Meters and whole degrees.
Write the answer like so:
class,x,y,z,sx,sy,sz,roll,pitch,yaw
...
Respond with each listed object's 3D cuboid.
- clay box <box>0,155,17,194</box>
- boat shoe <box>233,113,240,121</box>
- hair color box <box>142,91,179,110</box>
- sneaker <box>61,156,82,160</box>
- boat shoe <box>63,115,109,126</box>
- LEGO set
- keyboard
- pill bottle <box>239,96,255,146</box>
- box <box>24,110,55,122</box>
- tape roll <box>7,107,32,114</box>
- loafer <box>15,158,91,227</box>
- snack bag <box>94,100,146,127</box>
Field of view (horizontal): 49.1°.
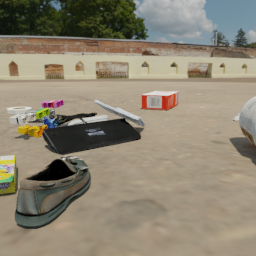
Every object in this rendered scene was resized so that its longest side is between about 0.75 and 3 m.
class,x,y,z,sx,sy,sz,roll,pitch,yaw
clay box,-2.589,0.910,5.282,0.881,0.365,1.534,-4,13,-20
boat shoe,4.772,-0.487,12.084,0.305,0.290,0.847,11,16,42
hair color box,1.916,-1.620,16.119,1.482,0.854,2.673,5,14,23
sneaker,-1.356,0.788,5.957,0.347,0.343,0.874,18,10,42
boat shoe,-1.319,0.005,9.060,1.567,0.547,0.555,-11,-17,-22
LEGO set,-3.203,-0.248,9.622,1.009,0.938,2.458,0,18,17
keyboard,-1.167,0.050,8.537,2.895,0.298,1.840,-8,39,-36
pill bottle,3.770,-0.009,6.883,1.500,1.500,2.623,2,11,9
box,-3.862,-0.530,12.129,1.112,0.351,1.411,0,12,-2
tape roll,-5.494,-0.895,14.188,1.217,0.222,1.217,0,11,0
loafer,-1.150,0.846,4.804,0.784,0.686,2.182,2,12,9
snack bag,-0.230,-0.510,9.784,1.693,0.181,1.597,24,-2,13
